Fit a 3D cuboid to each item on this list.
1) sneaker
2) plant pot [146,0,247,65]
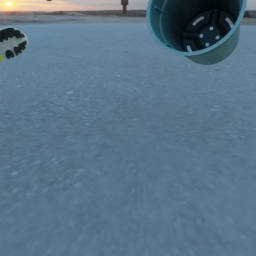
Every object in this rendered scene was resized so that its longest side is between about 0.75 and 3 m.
[{"bbox_3d":[-3.167,-1.595,6.073,2.032,0.782,0.863,-21,23,-16],"label":"sneaker"},{"bbox_3d":[2.171,-3.021,8.111,2.518,2.518,2.466,13,4,26],"label":"plant pot"}]
